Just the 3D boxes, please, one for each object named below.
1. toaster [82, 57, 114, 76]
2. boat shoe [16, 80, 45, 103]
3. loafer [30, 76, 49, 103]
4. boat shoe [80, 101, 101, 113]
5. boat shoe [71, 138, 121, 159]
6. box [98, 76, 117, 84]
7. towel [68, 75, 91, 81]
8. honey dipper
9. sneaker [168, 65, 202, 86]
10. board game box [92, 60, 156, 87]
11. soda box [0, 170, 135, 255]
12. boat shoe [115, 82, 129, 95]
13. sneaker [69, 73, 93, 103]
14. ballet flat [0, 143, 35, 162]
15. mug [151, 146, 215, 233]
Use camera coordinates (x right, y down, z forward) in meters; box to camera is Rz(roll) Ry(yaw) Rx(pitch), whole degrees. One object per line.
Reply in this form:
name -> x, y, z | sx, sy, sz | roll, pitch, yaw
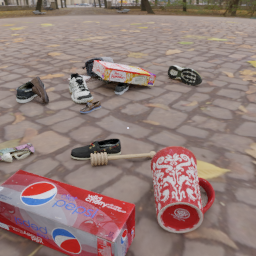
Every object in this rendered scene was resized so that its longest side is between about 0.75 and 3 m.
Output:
toaster -> -1.615, -3.468, 15.880 | 1.735, 0.986, 1.121 | -3, 12, 39
boat shoe -> -4.575, -1.898, 13.325 | 0.832, 0.664, 2.201 | 9, 29, 2
loafer -> -4.000, -1.651, 12.617 | 0.546, 0.562, 1.539 | -24, 58, -13
boat shoe -> -1.591, -0.915, 11.809 | 1.030, 0.373, 0.372 | -25, 36, -38
boat shoe -> -1.002, 0.627, 8.759 | 1.598, 0.501, 0.585 | -7, 29, -9
box -> -0.985, -2.761, 15.488 | 0.963, 0.237, 0.997 | -18, 31, -34
towel -> -2.680, -2.734, 15.531 | 0.951, 0.153, 0.909 | 15, 31, 27
honey dipper -> -0.114, 0.862, 8.463 | 2.005, 0.381, 0.381 | -4, 28, -12
sneaker -> 3.267, -2.934, 15.286 | 1.012, 0.878, 2.283 | -9, 30, -37
board game box -> -0.236, -2.816, 14.423 | 2.712, 0.628, 2.055 | 3, 21, -25
soda box -> -1.381, 1.851, 5.893 | 2.983, 0.946, 1.044 | 12, 31, 20
boat shoe -> -0.292, -2.074, 13.968 | 0.514, 0.424, 1.496 | 6, 28, 11
sneaker -> -2.297, -1.897, 13.031 | 0.863, 1.000, 2.281 | -12, 32, -25
ballet flat -> -3.469, 0.807, 8.568 | 1.215, 0.420, 0.432 | -15, 51, -27
mug -> 1.326, 1.409, 6.555 | 1.588, 1.194, 1.789 | 0, 31, 5
